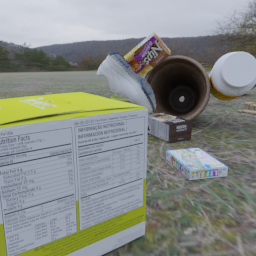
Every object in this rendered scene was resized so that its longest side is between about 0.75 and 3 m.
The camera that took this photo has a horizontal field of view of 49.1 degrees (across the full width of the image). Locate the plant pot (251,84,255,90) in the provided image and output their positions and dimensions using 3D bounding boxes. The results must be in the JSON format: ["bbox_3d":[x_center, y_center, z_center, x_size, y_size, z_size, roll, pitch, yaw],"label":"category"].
[{"bbox_3d":[6.821,-3.014,17.922,2.243,2.243,2.400,13,34,42],"label":"plant pot"}]

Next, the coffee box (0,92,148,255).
[{"bbox_3d":[-1.028,0.554,3.846,1.884,1.863,1.881,-10,18,-35],"label":"coffee box"}]

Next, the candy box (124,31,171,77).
[{"bbox_3d":[0.609,-2.520,9.945,1.585,0.925,0.448,-34,27,26],"label":"candy box"}]

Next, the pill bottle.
[{"bbox_3d":[3.581,-1.757,9.627,1.448,1.448,2.607,3,1,11],"label":"pill bottle"}]

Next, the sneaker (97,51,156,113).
[{"bbox_3d":[-0.006,-1.356,9.094,1.016,2.332,0.869,-41,5,26],"label":"sneaker"}]

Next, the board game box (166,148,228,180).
[{"bbox_3d":[1.500,0.777,6.320,0.867,0.221,1.290,-4,15,-13],"label":"board game box"}]

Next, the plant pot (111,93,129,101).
[{"bbox_3d":[0.051,-2.724,16.428,2.192,2.015,2.192,0,14,0],"label":"plant pot"}]

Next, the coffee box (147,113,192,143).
[{"bbox_3d":[1.216,-0.044,8.801,0.830,0.586,1.468,-8,16,-28],"label":"coffee box"}]

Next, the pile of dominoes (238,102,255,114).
[{"bbox_3d":[6.246,-0.838,12.407,1.701,0.347,2.182,-12,18,-40],"label":"pile of dominoes"}]

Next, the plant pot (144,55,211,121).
[{"bbox_3d":[1.996,-1.278,10.882,2.478,2.478,2.161,5,-4,20],"label":"plant pot"}]
